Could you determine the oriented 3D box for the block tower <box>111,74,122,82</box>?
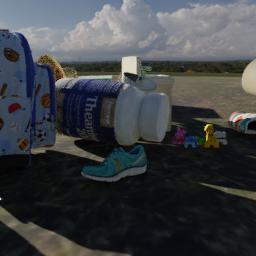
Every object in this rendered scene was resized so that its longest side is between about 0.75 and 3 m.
[{"bbox_3d":[0.029,-1.295,10.559,0.597,0.558,2.066,3,-19,28],"label":"block tower"}]

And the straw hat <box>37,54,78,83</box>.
[{"bbox_3d":[-2.165,-1.614,9.661,0.938,2.216,2.216,-28,27,-33],"label":"straw hat"}]

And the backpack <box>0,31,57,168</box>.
[{"bbox_3d":[-2.597,-0.642,5.589,2.100,2.596,2.725,-12,16,-41],"label":"backpack"}]

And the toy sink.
[{"bbox_3d":[0.574,-1.039,8.412,1.195,2.132,1.390,-5,13,-18],"label":"toy sink"}]

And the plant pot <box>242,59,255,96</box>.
[{"bbox_3d":[8.158,-2.553,15.719,2.315,2.315,2.472,-4,28,-15],"label":"plant pot"}]

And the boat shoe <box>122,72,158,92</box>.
[{"bbox_3d":[0.246,-1.016,6.129,0.815,0.300,0.272,14,-23,12],"label":"boat shoe"}]

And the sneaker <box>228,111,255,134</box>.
[{"bbox_3d":[3.890,-0.103,7.887,1.919,0.675,0.897,-3,24,-8],"label":"sneaker"}]

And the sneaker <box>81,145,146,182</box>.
[{"bbox_3d":[-0.231,0.595,4.871,1.292,0.515,0.501,-11,16,-36],"label":"sneaker"}]

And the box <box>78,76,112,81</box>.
[{"bbox_3d":[-1.252,-1.848,13.811,2.806,1.356,2.476,0,14,7],"label":"box"}]

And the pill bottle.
[{"bbox_3d":[-0.451,-0.390,6.838,2.719,1.509,1.509,8,15,20],"label":"pill bottle"}]

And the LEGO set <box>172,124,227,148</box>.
[{"bbox_3d":[1.769,0.158,6.679,1.326,0.544,0.506,0,10,0],"label":"LEGO set"}]
